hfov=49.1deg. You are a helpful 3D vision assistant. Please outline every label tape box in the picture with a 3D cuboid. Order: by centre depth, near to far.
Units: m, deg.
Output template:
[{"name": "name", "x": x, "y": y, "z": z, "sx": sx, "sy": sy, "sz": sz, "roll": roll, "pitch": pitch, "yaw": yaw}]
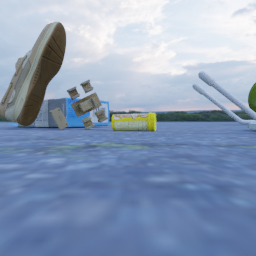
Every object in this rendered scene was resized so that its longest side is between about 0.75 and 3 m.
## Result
[{"name": "label tape box", "x": -2.259, "y": -0.472, "z": 9.111, "sx": 2.727, "sy": 0.901, "sz": 1.954, "roll": 3, "pitch": 3, "yaw": 34}]

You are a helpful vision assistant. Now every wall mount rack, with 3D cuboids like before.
[{"name": "wall mount rack", "x": 2.579, "y": -0.464, "z": 5.385, "sx": 2.526, "sy": 1.084, "sz": 2.907, "roll": 0, "pitch": 1, "yaw": 10}]

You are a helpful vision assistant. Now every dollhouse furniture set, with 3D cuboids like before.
[{"name": "dollhouse furniture set", "x": -1.223, "y": -0.443, "z": 6.704, "sx": 1.155, "sy": 1.012, "sz": 0.767, "roll": -28, "pitch": 11, "yaw": -14}]

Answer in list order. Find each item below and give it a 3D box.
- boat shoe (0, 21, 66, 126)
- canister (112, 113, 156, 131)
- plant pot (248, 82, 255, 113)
[{"name": "boat shoe", "x": -2.474, "y": -1.513, "z": 7.206, "sx": 0.923, "sy": 2.861, "sz": 1.020, "roll": 18, "pitch": -11, "yaw": 14}, {"name": "canister", "x": 0.141, "y": -0.124, "z": 5.948, "sx": 0.882, "sy": 0.382, "sz": 0.655, "roll": -1, "pitch": 1, "yaw": 9}, {"name": "plant pot", "x": 7.092, "y": -1.212, "z": 13.193, "sx": 2.625, "sy": 2.625, "sz": 2.528, "roll": 1, "pitch": 13, "yaw": 22}]
